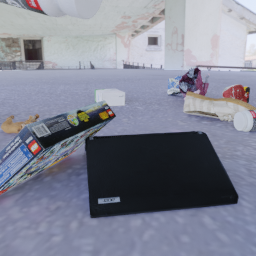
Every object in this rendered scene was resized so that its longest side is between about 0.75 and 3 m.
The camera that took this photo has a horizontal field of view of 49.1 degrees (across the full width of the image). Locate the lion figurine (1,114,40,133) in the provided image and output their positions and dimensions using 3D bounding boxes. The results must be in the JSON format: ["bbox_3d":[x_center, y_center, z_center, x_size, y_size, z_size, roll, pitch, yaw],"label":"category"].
[{"bbox_3d":[-3.020,-0.046,7.800,1.573,0.570,0.963,-10,18,21],"label":"lion figurine"}]

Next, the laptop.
[{"bbox_3d":[0.337,0.767,5.224,2.232,1.300,2.518,-2,-11,-10],"label":"laptop"}]

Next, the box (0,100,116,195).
[{"bbox_3d":[-1.269,0.283,4.787,1.516,0.441,2.214,-38,-3,27],"label":"box"}]

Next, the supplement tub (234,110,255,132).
[{"bbox_3d":[3.572,-0.211,8.050,0.866,0.607,0.607,-3,15,-12],"label":"supplement tub"}]

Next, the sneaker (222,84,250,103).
[{"bbox_3d":[4.571,-1.386,12.278,1.014,0.960,2.467,5,5,35],"label":"sneaker"}]

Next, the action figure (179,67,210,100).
[{"bbox_3d":[3.334,-1.862,13.285,1.498,1.665,2.236,-29,-33,20],"label":"action figure"}]

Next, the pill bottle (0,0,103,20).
[{"bbox_3d":[-1.811,-3.072,5.657,2.459,1.401,1.401,21,20,16],"label":"pill bottle"}]

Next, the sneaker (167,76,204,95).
[{"bbox_3d":[2.873,-2.317,14.614,0.908,0.924,2.398,-9,3,-36],"label":"sneaker"}]

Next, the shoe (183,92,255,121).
[{"bbox_3d":[3.075,-0.579,9.514,2.839,0.758,0.992,22,-6,47],"label":"shoe"}]

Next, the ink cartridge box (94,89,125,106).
[{"bbox_3d":[-0.835,-1.385,12.584,1.045,0.606,1.443,-5,15,-19],"label":"ink cartridge box"}]
